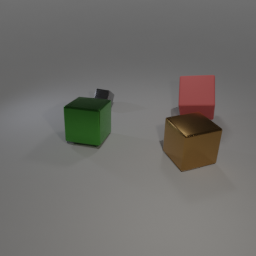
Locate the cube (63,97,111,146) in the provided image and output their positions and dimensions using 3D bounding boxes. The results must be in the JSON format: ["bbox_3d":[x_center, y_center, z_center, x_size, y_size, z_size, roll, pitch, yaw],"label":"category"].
[{"bbox_3d":[-1.513,-0.303,10.796,1.400,1.400,1.400,7,23,13],"label":"cube"}]

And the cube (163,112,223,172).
[{"bbox_3d":[2.176,0.428,9.695,1.400,1.400,1.400,-11,31,-18],"label":"cube"}]

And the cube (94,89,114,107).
[{"bbox_3d":[-1.143,-1.409,13.338,0.700,0.700,0.700,11,-6,18],"label":"cube"}]

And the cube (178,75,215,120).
[{"bbox_3d":[2.898,-1.252,11.778,1.400,1.400,1.400,1,68,15],"label":"cube"}]
